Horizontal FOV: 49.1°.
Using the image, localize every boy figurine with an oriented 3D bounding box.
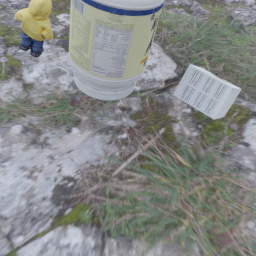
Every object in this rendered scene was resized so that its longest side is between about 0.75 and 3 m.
[{"bbox_3d":[-2.520,-2.787,7.522,1.143,1.839,0.592,29,50,-7],"label":"boy figurine"}]

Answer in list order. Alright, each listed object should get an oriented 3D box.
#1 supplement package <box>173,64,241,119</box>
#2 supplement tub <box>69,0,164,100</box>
[{"bbox_3d":[2.035,-0.918,7.141,1.195,0.879,1.143,35,22,23],"label":"supplement package"},{"bbox_3d":[-0.396,-2.301,6.886,2.056,2.835,2.056,7,47,-8],"label":"supplement tub"}]
